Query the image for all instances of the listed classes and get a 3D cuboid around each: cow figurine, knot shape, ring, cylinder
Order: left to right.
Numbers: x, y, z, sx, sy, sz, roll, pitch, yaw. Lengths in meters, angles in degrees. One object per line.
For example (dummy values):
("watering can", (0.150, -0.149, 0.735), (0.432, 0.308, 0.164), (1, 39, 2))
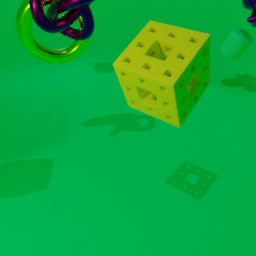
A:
("ring", (-1.526, -2.091, 5.913), (1.581, 1.581, 0.316), (-9, 41, -13))
("knot shape", (-1.099, -2.187, 5.327), (1.471, 1.376, 0.680), (-21, 75, -17))
("cylinder", (3.627, -2.808, 9.395), (0.761, 0.761, 0.761), (10, 53, -14))
("cow figurine", (3.680, -3.719, 8.069), (0.818, 1.491, 1.467), (-16, 30, 22))

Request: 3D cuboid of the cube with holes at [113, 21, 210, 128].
("cube with holes", (0.490, -0.708, 3.686), (0.856, 0.856, 0.856), (26, 67, 29))
